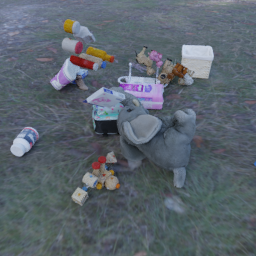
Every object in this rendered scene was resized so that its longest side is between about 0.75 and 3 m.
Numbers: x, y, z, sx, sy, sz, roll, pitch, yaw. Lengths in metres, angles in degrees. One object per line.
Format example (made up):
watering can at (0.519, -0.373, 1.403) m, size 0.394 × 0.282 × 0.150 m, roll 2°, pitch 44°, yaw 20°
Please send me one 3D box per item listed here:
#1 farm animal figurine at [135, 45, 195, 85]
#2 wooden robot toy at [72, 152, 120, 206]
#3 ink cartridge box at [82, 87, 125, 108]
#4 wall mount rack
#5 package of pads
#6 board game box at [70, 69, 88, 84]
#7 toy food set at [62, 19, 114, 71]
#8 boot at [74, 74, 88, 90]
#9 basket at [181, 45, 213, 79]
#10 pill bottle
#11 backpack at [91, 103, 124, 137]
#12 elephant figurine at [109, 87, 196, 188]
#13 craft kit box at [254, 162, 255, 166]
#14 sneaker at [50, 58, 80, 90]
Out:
farm animal figurine at (1.654, -2.675, 13.148) m, size 2.453 × 1.279 × 2.426 m, roll 36°, pitch 18°, yaw 25°
wooden robot toy at (-0.668, 1.466, 8.043) m, size 0.899 × 0.873 × 1.982 m, roll 28°, pitch 43°, yaw 17°
ink cartridge box at (-0.734, -0.836, 8.492) m, size 0.935 × 0.952 × 0.206 m, roll 10°, pitch 58°, yaw -48°
wall mount rack at (0.701, -2.329, 13.158) m, size 2.433 × 0.907 × 2.114 m, roll 4°, pitch 36°, yaw 3°
package of pads at (0.531, -1.398, 12.025) m, size 1.996 × 0.755 × 1.203 m, roll 4°, pitch 33°, yaw 5°
board game box at (-2.853, -2.691, 14.250) m, size 1.204 × 0.262 × 1.210 m, roll 14°, pitch 38°, yaw 18°
toy food set at (-1.423, -2.844, 10.258) m, size 1.149 × 2.554 × 1.219 m, roll 20°, pitch 81°, yaw 14°
boot at (-2.218, -2.187, 13.240) m, size 0.848 × 0.620 × 0.298 m, roll 24°, pitch 40°, yaw 28°
basket at (3.513, -3.433, 14.448) m, size 1.546 × 1.243 × 1.532 m, roll 5°, pitch 36°, yaw 8°
pill bottle at (-3.528, 0.480, 9.534) m, size 0.595 × 0.595 × 0.995 m, roll 7°, pitch 37°, yaw 9°
backpack at (-0.607, -0.641, 10.602) m, size 1.545 × 1.310 × 1.740 m, roll -3°, pitch 30°, yaw -5°
elephant figurine at (0.502, 0.127, 8.926) m, size 2.989 × 2.115 × 2.319 m, roll 12°, pitch 22°, yaw 6°
craft kit box at (4.810, 0.898, 7.536) m, size 0.547 × 2.254 × 2.226 m, roll 12°, pitch 31°, yaw -20°
sneaker at (-3.081, -2.550, 13.377) m, size 1.314 × 0.835 × 2.304 m, roll -35°, pitch 21°, yaw 18°
